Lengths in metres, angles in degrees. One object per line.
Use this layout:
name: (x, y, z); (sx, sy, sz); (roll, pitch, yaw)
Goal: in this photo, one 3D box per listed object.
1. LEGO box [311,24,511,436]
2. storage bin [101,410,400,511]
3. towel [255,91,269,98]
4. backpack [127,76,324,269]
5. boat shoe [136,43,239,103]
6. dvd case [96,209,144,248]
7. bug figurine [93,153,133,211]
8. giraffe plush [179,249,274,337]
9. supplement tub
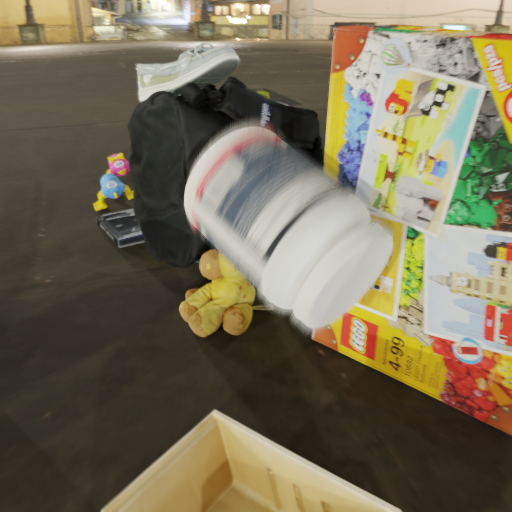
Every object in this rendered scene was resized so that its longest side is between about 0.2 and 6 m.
LEGO box: (2.403, -0.457, 6.608); (3.046, 4.090, 1.578); (21, 32, 37)
storage bin: (-0.228, 2.372, 4.119); (1.891, 0.886, 1.878); (15, 37, 40)
towel: (-0.904, -3.116, 12.935); (1.314, 0.276, 3.053); (12, 42, 25)
backpack: (-0.416, -1.650, 10.393); (2.462, 3.246, 3.890); (15, 24, 37)
boat shoe: (-1.248, -3.159, 9.444); (2.307, 0.740, 0.850); (-2, 15, 46)
dvd case: (-2.186, -0.696, 11.472); (1.806, 0.223, 1.357); (-15, 30, -28)
bug figurine: (-2.405, -2.116, 12.996); (3.225, 0.830, 2.501); (-23, 28, -16)
giraffe plush: (-0.416, 0.370, 8.249); (1.442, 1.170, 1.245); (-12, 29, -23)
supplement tub: (0.324, -0.354, 6.400); (1.483, 1.483, 2.114); (-23, 56, -38)
